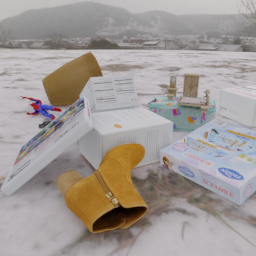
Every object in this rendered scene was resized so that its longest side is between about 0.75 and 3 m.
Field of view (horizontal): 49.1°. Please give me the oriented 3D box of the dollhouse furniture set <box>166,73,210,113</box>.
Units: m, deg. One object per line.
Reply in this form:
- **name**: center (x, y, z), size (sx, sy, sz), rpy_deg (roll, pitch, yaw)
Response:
- **dollhouse furniture set**: center (2.163, -1.363, 10.337), size (1.716, 0.982, 2.012), rpy_deg (6, 22, 15)

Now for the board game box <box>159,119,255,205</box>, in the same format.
- **board game box**: center (2.671, 0.720, 7.751), size (2.561, 0.528, 2.567), rpy_deg (-25, 30, -30)

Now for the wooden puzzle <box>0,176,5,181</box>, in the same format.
- **wooden puzzle**: center (-3.951, 1.459, 6.687), size (1.355, 0.339, 1.463), rpy_deg (6, 16, 16)

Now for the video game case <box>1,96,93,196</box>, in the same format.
- **video game case**: center (-2.082, 0.327, 7.560), size (2.655, 0.305, 2.419), rpy_deg (-39, 22, 6)

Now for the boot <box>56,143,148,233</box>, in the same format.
- **boot**: center (-0.126, 1.311, 6.421), size (2.686, 0.945, 1.923), rpy_deg (-19, 32, -34)

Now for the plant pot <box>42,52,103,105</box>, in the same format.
- **plant pot**: center (-2.831, -2.251, 14.231), size (2.742, 2.555, 2.555), rpy_deg (-20, 25, -16)

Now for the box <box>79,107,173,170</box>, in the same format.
- **box**: center (-0.114, 0.282, 8.443), size (2.316, 1.232, 1.764), rpy_deg (-10, 24, -27)

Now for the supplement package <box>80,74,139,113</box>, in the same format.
- **supplement package**: center (-0.732, -0.995, 9.846), size (1.514, 1.078, 1.944), rpy_deg (-9, -8, -21)

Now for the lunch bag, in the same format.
- **lunch bag**: center (2.191, -0.712, 11.530), size (2.763, 1.065, 2.216), rpy_deg (6, 21, 16)

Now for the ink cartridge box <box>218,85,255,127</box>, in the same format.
- **ink cartridge box**: center (5.777, -1.067, 12.286), size (2.852, 1.198, 2.075), rpy_deg (-9, 22, -23)

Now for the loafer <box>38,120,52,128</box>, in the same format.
- **loafer**: center (-3.097, -0.223, 11.272), size (1.015, 0.319, 0.365), rpy_deg (-9, 22, -22)

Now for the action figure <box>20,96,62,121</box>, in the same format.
- **action figure**: center (-3.966, -0.848, 12.227), size (1.134, 0.748, 2.292), rpy_deg (5, 11, -44)
